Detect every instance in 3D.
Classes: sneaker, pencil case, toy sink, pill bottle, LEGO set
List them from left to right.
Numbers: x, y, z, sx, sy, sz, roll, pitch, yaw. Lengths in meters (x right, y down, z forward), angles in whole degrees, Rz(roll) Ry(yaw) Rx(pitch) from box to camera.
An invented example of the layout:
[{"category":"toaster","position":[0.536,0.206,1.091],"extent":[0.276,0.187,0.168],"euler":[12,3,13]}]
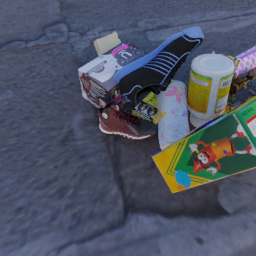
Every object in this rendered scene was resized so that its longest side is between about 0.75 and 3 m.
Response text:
[{"category":"toy sink","position":[-0.606,-2.957,9.713],"extent":[1.010,0.566,0.658],"euler":[-23,16,-11]},{"category":"sneaker","position":[-0.093,-0.256,7.299],"extent":[1.660,0.959,0.628],"euler":[5,43,21]},{"category":"sneaker","position":[0.929,-1.525,7.160],"extent":[2.553,0.895,0.995],"euler":[-31,80,6]},{"category":"pencil case","position":[1.225,-0.315,7.373],"extent":[0.854,0.783,1.884],"euler":[6,66,-16]},{"category":"pill bottle","position":[2.110,-0.904,7.404],"extent":[1.022,1.841,1.022],"euler":[-2,40,2]},{"category":"LEGO set","position":[3.345,-1.339,7.948],"extent":[2.175,1.639,2.828],"euler":[-25,54,-21]},{"category":"pencil case","position":[3.585,-2.069,8.287],"extent":[1.471,0.629,0.617],"euler":[-28,48,-2]}]

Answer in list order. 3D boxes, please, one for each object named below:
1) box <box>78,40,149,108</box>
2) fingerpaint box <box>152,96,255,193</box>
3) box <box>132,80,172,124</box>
[{"category":"box","position":[-0.306,-1.554,8.439],"extent":[1.320,1.146,1.997],"euler":[37,59,25]},{"category":"fingerpaint box","position":[2.152,0.151,5.849],"extent":[2.620,2.186,0.961],"euler":[-24,83,-39]},{"category":"box","position":[0.906,-0.755,8.243],"extent":[0.681,0.453,1.809],"euler":[31,56,24]}]
